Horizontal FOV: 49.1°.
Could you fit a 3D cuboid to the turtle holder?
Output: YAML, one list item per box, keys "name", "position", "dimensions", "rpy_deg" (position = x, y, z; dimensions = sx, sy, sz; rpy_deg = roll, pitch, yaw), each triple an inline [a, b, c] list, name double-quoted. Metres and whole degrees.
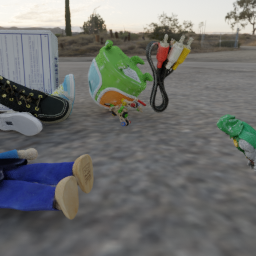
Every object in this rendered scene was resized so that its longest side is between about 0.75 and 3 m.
- name: "turtle holder"
  position: [-0.578, -1.821, 9.482]
  dimensions: [2.528, 1.795, 1.921]
  rpy_deg: [51, 28, 18]

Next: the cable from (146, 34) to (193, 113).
- name: "cable"
  position: [0.959, -1.475, 7.955]
  dimensions: [1.191, 2.453, 0.617]
  rpy_deg: [1, 30, -22]

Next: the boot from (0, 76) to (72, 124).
- name: "boot"
  position: [-2.631, -0.747, 6.985]
  dimensions: [2.116, 0.764, 1.598]
  rpy_deg: [12, -11, 26]

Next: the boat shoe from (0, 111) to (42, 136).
- name: "boat shoe"
  position: [-2.639, -0.193, 7.008]
  dimensions: [1.578, 0.560, 0.551]
  rpy_deg: [3, 30, 33]

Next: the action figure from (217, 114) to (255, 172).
- name: "action figure"
  position: [1.635, 0.426, 3.276]
  dimensions: [0.434, 1.587, 0.938]
  rpy_deg: [-42, 5, 21]

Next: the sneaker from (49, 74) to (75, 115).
- name: "sneaker"
  position: [-2.083, -0.955, 8.202]
  dimensions: [0.979, 1.500, 0.597]
  rpy_deg: [2, 46, -19]

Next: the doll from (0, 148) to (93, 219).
- name: "doll"
  position: [-1.722, 0.687, 3.866]
  dimensions: [2.426, 0.588, 1.655]
  rpy_deg: [0, 26, 16]

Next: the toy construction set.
- name: "toy construction set"
  position: [-0.058, -0.535, 7.063]
  dimensions: [0.656, 0.712, 0.854]
  rpy_deg: [38, 51, 24]

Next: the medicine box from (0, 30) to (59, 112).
- name: "medicine box"
  position: [-3.760, -1.870, 9.272]
  dimensions: [2.747, 2.502, 1.414]
  rpy_deg: [-1, 12, -7]
